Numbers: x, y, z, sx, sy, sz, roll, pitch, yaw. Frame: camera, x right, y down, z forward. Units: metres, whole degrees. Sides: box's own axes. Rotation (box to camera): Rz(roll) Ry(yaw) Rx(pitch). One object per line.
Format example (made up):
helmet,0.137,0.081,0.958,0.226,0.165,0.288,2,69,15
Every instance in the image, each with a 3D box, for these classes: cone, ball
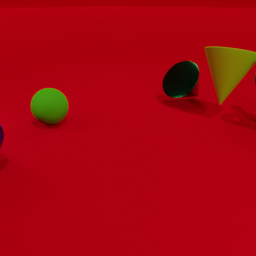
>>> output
cone,2.770,-1.393,7.922,1.502,1.508,1.502,9,11,-2
ball,-2.208,-0.611,7.909,1.020,1.020,1.020,0,26,0
cone,2.119,-1.383,9.689,1.360,1.360,1.365,29,-1,45

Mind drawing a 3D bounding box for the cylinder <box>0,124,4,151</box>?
cylinder,-3.114,0.318,5.756,0.951,0.951,0.951,15,57,-24
